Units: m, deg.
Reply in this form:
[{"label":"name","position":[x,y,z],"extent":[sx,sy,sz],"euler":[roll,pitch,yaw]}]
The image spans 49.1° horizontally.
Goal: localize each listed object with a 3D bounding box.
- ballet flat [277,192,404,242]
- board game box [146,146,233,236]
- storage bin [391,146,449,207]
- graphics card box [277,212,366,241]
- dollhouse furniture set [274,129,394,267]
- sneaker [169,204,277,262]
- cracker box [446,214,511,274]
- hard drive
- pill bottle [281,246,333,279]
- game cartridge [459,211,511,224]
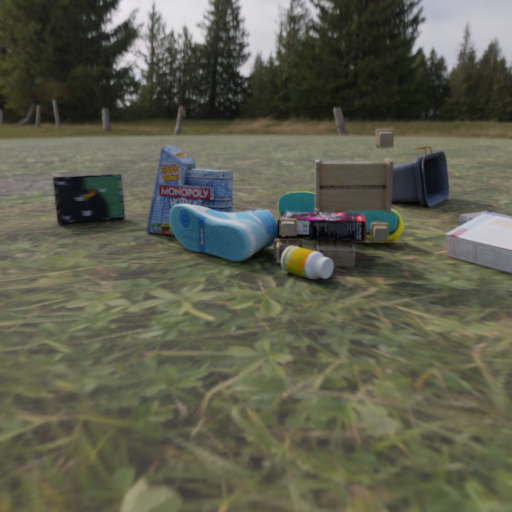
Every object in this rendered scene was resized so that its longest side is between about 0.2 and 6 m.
[{"label":"ballet flat","position":[1.854,-0.766,12.423],"extent":[2.829,0.945,0.948],"euler":[12,-9,23]},{"label":"board game box","position":[-1.529,-1.446,12.619],"extent":[1.982,1.980,0.611],"euler":[6,15,22]},{"label":"storage bin","position":[4.712,-2.396,17.056],"extent":[1.596,1.729,2.376],"euler":[-2,12,34]},{"label":"graphics card box","position":[1.283,-0.586,10.996],"extent":[1.688,0.429,1.059],"euler":[1,13,8]},{"label":"dollhouse furniture set","position":[1.409,-1.167,10.634],"extent":[2.122,2.488,1.215],"euler":[1,17,4]},{"label":"sneaker","position":[-0.579,-0.590,11.608],"extent":[2.367,0.941,1.545],"euler":[24,29,36]},{"label":"cracker box","position":[4.709,-0.224,10.543],"extent":[1.225,0.528,1.830],"euler":[-25,27,-27]},{"label":"hard drive","position":[-4.213,-1.456,14.166],"extent":[1.659,1.159,0.314],"euler":[-6,8,-20]},{"label":"pill bottle","position":[0.895,0.137,9.737],"extent":[0.863,0.479,0.479],"euler":[15,21,43]},{"label":"game cartridge","position":[5.806,-0.770,13.409],"extent":[1.024,0.303,1.579],"euler":[-13,21,-26]}]
